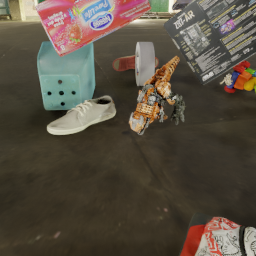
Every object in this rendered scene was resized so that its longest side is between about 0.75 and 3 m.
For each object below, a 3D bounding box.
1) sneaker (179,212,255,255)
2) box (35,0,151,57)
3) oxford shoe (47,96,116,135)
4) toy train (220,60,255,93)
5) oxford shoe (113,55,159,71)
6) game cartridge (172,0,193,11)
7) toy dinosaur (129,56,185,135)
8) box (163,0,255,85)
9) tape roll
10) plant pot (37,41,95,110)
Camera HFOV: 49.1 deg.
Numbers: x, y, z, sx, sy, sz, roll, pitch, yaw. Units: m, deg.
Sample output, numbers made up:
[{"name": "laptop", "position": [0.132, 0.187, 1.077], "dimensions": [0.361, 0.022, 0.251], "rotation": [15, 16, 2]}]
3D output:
[{"name": "sneaker", "position": [1.208, 2.038, 3.209], "dimensions": [1.416, 0.882, 2.642], "rotation": [8, 24, 22]}, {"name": "box", "position": [-0.965, -3.192, 7.773], "dimensions": [2.788, 1.331, 1.390], "rotation": [-29, 16, -7]}, {"name": "oxford shoe", "position": [-1.390, -0.445, 8.622], "dimensions": [2.483, 0.717, 0.934], "rotation": [-25, 38, -38]}, {"name": "toy train", "position": [4.709, -1.727, 11.047], "dimensions": [1.540, 1.126, 2.661], "rotation": [28, 35, 22]}, {"name": "oxford shoe", "position": [0.390, -3.540, 14.938], "dimensions": [2.420, 0.853, 0.905], "rotation": [-1, 21, -4]}, {"name": "game cartridge", "position": [2.000, -4.296, 9.697], "dimensions": [0.810, 0.240, 1.249], "rotation": [-8, 14, 2]}, {"name": "toy dinosaur", "position": [0.969, -0.926, 8.284], "dimensions": [2.588, 1.756, 1.322], "rotation": [-46, 53, 0]}, {"name": "box", "position": [2.784, -2.939, 8.125], "dimensions": [2.797, 2.241, 0.609], "rotation": [-33, 15, 23]}, {"name": "tape roll", "position": [0.707, -2.753, 12.093], "dimensions": [0.612, 1.854, 1.854], "rotation": [-1, 26, -4]}, {"name": "plant pot", "position": [-2.242, -1.834, 10.253], "dimensions": [1.968, 1.967, 2.784], "rotation": [-2, 32, -5]}]
